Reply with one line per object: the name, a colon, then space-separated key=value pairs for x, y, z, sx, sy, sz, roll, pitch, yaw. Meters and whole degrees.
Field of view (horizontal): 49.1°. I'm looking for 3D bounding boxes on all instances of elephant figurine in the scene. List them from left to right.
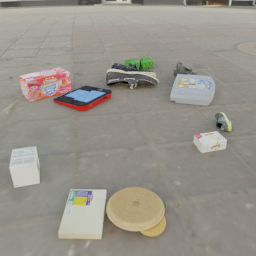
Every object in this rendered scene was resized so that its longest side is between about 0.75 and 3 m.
elephant figurine: x=3.000 y=-2.918 z=14.518 sx=1.166 sy=0.825 sz=0.905 roll=23 pitch=62 yaw=8

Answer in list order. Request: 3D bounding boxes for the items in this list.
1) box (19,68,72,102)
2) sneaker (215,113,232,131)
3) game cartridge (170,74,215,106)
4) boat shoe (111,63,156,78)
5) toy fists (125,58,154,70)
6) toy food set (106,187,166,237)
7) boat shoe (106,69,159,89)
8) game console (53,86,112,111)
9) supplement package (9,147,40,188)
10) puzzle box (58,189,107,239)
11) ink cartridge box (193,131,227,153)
box: x=-3.676 y=-1.985 z=12.547 sx=1.997 sy=0.945 sz=1.025 roll=-21 pitch=36 yaw=-33
sneaker: x=3.322 y=-0.231 z=10.022 sx=0.432 sy=0.395 sz=1.068 roll=-6 pitch=28 yaw=-5
game cartridge: x=2.991 y=-1.812 z=12.727 sx=1.841 sy=0.574 sz=2.765 roll=3 pitch=29 yaw=15
boat shoe: x=0.215 y=-2.848 z=14.029 sx=2.464 sy=0.767 sz=0.919 roll=9 pitch=-11 yaw=21
toy fists: x=0.633 y=-3.617 z=15.891 sx=1.659 sy=0.570 sz=0.846 roll=-7 pitch=23 yaw=-10
toy food set: x=0.193 y=1.834 z=6.373 sx=1.363 sy=0.332 sz=1.349 roll=2 pitch=29 yaw=4
boat shoe: x=0.162 y=-2.175 z=13.382 sx=2.562 sy=0.931 sz=0.803 roll=11 pitch=74 yaw=9
game console: x=-1.898 y=-1.360 z=12.094 sx=1.819 sy=0.319 sz=2.056 roll=19 pitch=34 yaw=30
supplement package: x=-2.735 y=1.025 z=7.483 sx=0.646 sy=0.651 sz=0.857 roll=-8 pitch=30 yaw=-14
puzzle box: x=-0.983 y=1.915 z=6.386 sx=0.909 sy=0.174 sz=1.367 roll=0 pitch=29 yaw=2
ink cartridge box: x=2.586 y=0.434 z=8.848 sx=0.837 sy=0.349 sz=0.607 roll=-7 pitch=30 yaw=-13
